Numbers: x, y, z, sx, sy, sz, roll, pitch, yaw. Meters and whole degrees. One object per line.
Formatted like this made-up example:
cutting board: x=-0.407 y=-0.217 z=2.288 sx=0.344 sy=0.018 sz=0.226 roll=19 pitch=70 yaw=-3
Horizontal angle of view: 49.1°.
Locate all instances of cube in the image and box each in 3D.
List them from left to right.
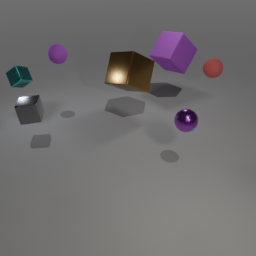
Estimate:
cube: x=-4.791 y=-2.250 z=12.352 sx=0.700 sy=0.700 sz=0.700 roll=-26 pitch=-6 yaw=25
cube: x=-3.266 y=-0.610 z=9.332 sx=0.700 sy=0.700 sz=0.700 roll=-8 pitch=33 yaw=-3
cube: x=0.071 y=-2.372 z=11.949 sx=1.400 sy=1.400 sz=1.400 roll=12 pitch=2 yaw=44
cube: x=2.196 y=-3.652 z=13.549 sx=1.400 sy=1.400 sz=1.400 roll=29 pitch=-2 yaw=-42

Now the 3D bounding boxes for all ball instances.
ball: x=-2.515 y=-2.649 z=10.042 sx=0.700 sy=0.700 sz=0.700 roll=0 pitch=30 yaw=0
ball: x=1.720 y=-0.220 z=8.271 sx=0.700 sy=0.700 sz=0.700 roll=0 pitch=30 yaw=0
ball: x=3.057 y=-2.152 z=10.075 sx=0.700 sy=0.700 sz=0.700 roll=0 pitch=30 yaw=0
